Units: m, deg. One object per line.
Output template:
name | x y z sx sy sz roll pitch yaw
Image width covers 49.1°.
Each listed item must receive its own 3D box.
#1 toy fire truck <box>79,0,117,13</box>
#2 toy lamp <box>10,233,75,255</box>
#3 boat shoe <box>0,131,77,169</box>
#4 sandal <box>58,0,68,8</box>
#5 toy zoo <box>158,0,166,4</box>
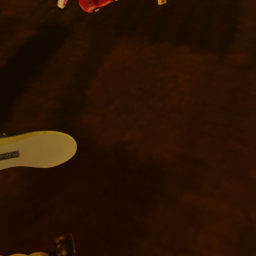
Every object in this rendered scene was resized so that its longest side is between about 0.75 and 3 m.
toy fire truck | -0.527 -4.075 8.034 2.334 0.569 1.646 -18 12 19
toy lamp | -2.070 1.690 3.304 2.794 0.813 0.813 2 52 -21
boat shoe | -1.875 0.325 4.798 1.953 0.670 0.553 -5 26 -30
sandal | -1.302 -3.294 6.427 0.340 1.384 0.563 25 65 -14
toy zoo | 1.038 -4.039 8.447 0.085 0.545 0.830 11 30 17
